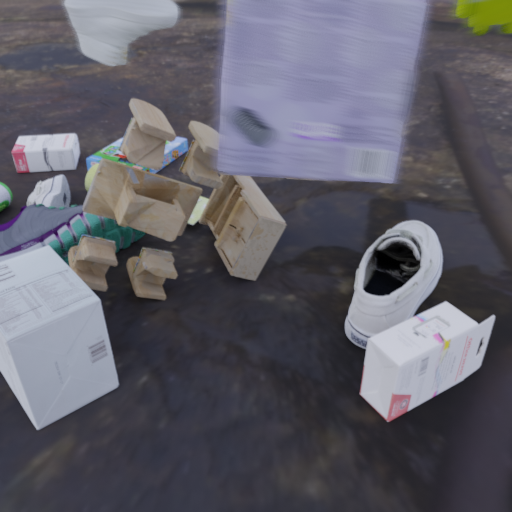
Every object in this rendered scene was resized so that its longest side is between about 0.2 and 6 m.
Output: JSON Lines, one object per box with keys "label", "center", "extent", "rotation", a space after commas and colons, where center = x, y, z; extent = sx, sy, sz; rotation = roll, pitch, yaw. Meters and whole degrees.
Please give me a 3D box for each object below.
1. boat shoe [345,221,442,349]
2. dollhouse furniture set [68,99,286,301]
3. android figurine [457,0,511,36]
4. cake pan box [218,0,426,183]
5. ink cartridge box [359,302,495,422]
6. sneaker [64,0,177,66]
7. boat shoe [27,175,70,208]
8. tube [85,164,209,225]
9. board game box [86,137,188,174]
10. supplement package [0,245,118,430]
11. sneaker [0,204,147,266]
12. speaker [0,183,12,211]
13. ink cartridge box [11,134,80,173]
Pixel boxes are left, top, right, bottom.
{"label": "boat shoe", "center": [1.842, 0.091, 7.313], "extent": [0.964, 0.880, 2.678], "rotation": [19, 39, 25]}
{"label": "dollhouse furniture set", "center": [-1.046, -0.712, 7.482], "extent": [2.403, 2.207, 1.564], "rotation": [14, 26, -32]}
{"label": "android figurine", "center": [2.616, -2.728, 5.941], "extent": [0.892, 0.980, 0.201], "rotation": [0, 73, 15]}
{"label": "cake pan box", "center": [0.638, -1.735, 5.781], "extent": [2.016, 1.856, 0.527], "rotation": [2, 26, -4]}
{"label": "ink cartridge box", "center": [1.826, 1.054, 5.959], "extent": [1.428, 0.832, 0.482], "rotation": [-18, 38, -26]}
{"label": "sneaker", "center": [-2.131, -3.714, 9.315], "extent": [1.861, 1.075, 0.686], "rotation": [8, 50, 10]}
{"label": "boat shoe", "center": [-3.354, -0.813, 8.908], "extent": [0.559, 0.612, 1.701], "rotation": [-11, 36, -5]}
{"label": "tube", "center": [-1.778, -1.010, 9.276], "extent": [2.191, 0.569, 0.636], "rotation": [19, 77, 18]}
{"label": "board game box", "center": [-2.263, -1.954, 10.817], "extent": [1.221, 0.295, 1.615], "rotation": [15, 36, 21]}
{"label": "supplement package", "center": [-2.258, 0.811, 5.937], "extent": [0.959, 1.247, 1.304], "rotation": [-25, 42, -32]}
{"label": "sneaker", "center": [-2.642, -0.504, 7.893], "extent": [2.581, 0.960, 1.130], "rotation": [-27, 64, -34]}
{"label": "speaker", "center": [-4.394, -0.748, 8.904], "extent": [0.495, 0.495, 1.119], "rotation": [9, 36, 13]}
{"label": "ink cartridge box", "center": [-3.982, -1.968, 10.695], "extent": [1.090, 0.462, 0.794], "rotation": [-6, 35, -6]}
